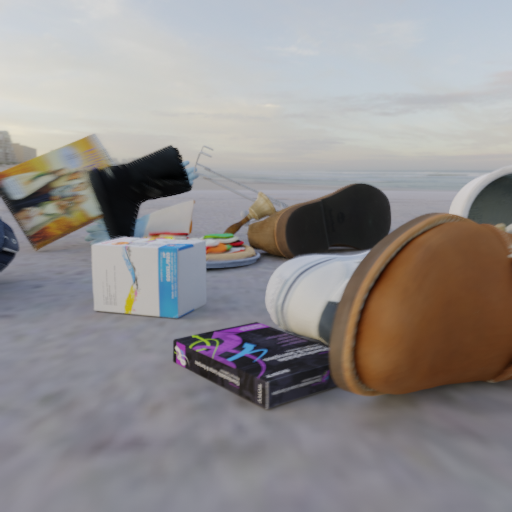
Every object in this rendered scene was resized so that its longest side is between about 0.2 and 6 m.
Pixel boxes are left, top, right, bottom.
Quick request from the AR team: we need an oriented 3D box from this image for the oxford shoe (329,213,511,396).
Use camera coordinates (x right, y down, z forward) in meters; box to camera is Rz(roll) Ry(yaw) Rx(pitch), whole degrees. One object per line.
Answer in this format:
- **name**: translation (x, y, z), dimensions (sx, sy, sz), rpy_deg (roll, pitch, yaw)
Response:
- **oxford shoe**: translation (1.852, 0.355, 4.000), dimensions (3.384, 1.207, 1.206), rpy_deg (-6, 17, -41)

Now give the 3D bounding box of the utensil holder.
- **utensil holder**: translation (3.731, -0.506, 8.276), dimensions (1.611, 1.611, 1.896), rpy_deg (2, 7, 13)

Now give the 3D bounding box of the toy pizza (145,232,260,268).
- **toy pizza**: translation (-1.192, -0.160, 9.521), dimensions (2.533, 0.401, 2.533), rpy_deg (2, 7, 0)

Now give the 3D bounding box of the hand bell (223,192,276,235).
- **hand bell**: translation (-0.198, -0.677, 10.499), dimensions (1.076, 0.560, 0.560), rpy_deg (-36, 17, -9)

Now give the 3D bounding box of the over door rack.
- **over door rack**: translation (-0.303, -1.223, 12.132), dimensions (2.702, 0.900, 1.996), rpy_deg (35, 9, -12)

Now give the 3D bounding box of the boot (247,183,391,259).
- **boot**: translation (1.316, -0.668, 10.839), dimensions (3.531, 1.300, 1.332), rpy_deg (-12, 7, -42)

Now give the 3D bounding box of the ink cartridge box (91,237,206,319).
- **ink cartridge box**: translation (-1.164, 0.210, 6.163), dimensions (1.037, 0.750, 0.764), rpy_deg (3, 9, 17)

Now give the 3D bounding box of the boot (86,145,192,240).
- **boot**: translation (-1.996, -1.006, 10.219), dimensions (1.706, 2.031, 0.776), rpy_deg (-16, 53, -9)

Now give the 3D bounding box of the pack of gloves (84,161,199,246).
- **pack of gloves**: translation (-2.345, -1.016, 11.814), dimensions (2.476, 2.080, 0.489), rpy_deg (-6, -38, 15)

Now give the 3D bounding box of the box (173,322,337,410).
- **box**: translation (0.040, 0.774, 4.216), dimensions (0.860, 0.217, 1.203), rpy_deg (-7, 12, -38)

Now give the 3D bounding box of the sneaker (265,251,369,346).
- **sneaker**: translation (1.357, 0.382, 5.169), dimensions (2.617, 0.956, 0.927), rpy_deg (-12, 29, -32)

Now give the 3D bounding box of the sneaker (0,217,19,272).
- **sneaker**: translation (-3.530, 0.021, 6.819), dimensions (0.932, 1.772, 2.453), rpy_deg (-34, 57, -4)

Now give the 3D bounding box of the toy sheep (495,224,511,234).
- **toy sheep**: translation (3.322, 0.001, 6.632), dimensions (1.554, 1.072, 1.072), rpy_deg (-21, 19, -36)

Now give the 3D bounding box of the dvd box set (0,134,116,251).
- **dvd box set**: translation (-3.775, -1.310, 11.116), dimensions (2.249, 1.645, 0.331), rpy_deg (-31, -5, -27)
